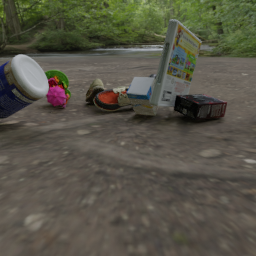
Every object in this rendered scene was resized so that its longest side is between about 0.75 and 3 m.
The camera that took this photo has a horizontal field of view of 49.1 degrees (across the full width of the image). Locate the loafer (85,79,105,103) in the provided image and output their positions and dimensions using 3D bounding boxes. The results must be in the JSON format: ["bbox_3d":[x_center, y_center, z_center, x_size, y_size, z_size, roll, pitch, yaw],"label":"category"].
[{"bbox_3d":[-1.268,-1.422,10.931,0.609,0.550,1.610,7,-18,-22],"label":"loafer"}]

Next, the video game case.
[{"bbox_3d":[1.677,-1.948,9.369,0.317,2.524,2.774,18,11,27],"label":"video game case"}]

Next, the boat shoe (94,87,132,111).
[{"bbox_3d":[-0.126,-1.154,10.293,2.315,0.824,0.724,-6,-20,-29],"label":"boat shoe"}]

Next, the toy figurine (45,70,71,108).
[{"bbox_3d":[-2.674,-1.245,10.692,1.145,1.526,1.404,-27,41,4],"label":"toy figurine"}]

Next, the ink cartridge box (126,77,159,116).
[{"bbox_3d":[0.568,-1.063,9.468,0.778,1.076,0.792,8,57,28],"label":"ink cartridge box"}]

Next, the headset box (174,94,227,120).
[{"bbox_3d":[2.432,-0.722,9.246,1.456,0.562,1.084,-7,25,-30],"label":"headset box"}]

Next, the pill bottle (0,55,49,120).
[{"bbox_3d":[-3.598,-1.032,8.172,2.293,1.327,1.327,-26,10,18],"label":"pill bottle"}]

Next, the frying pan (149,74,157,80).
[{"bbox_3d":[1.631,-1.748,12.599,2.013,1.218,0.328,22,-37,-40],"label":"frying pan"}]
